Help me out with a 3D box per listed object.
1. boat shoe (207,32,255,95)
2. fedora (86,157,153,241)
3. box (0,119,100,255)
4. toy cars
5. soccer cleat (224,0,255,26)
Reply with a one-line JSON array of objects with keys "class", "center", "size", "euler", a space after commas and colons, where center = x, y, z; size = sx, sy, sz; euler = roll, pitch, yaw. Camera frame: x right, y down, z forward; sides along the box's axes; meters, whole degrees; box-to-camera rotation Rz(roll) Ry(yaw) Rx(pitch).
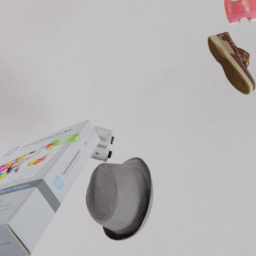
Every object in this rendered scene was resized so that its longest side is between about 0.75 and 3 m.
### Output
[{"class": "boat shoe", "center": [1.953, -1.230, 5.028], "size": [0.513, 0.514, 1.425], "euler": [-22, 55, 2]}, {"class": "fedora", "center": [-0.286, 1.253, 5.447], "size": [0.796, 1.764, 1.560], "euler": [29, 123, -33]}, {"class": "box", "center": [-1.740, 0.901, 4.387], "size": [2.022, 2.594, 0.534], "euler": [-18, 110, 22]}, {"class": "toy cars", "center": [-0.942, 0.589, 5.827], "size": [1.879, 0.416, 0.842], "euler": [-25, 121, 34]}, {"class": "soccer cleat", "center": [1.877, -2.028, 4.177], "size": [0.600, 1.798, 0.687], "euler": [5, 120, 36]}]
